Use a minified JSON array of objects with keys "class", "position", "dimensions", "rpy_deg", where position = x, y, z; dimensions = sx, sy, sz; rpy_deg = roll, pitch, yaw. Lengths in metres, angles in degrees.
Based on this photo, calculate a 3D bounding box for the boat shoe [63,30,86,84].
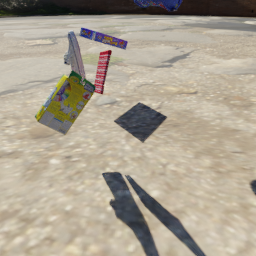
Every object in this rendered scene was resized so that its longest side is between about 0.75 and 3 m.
[{"class":"boat shoe","position":[-1.590,-1.963,8.006],"dimensions":[0.537,1.539,0.546],"rpy_deg":[-11,27,-3]}]

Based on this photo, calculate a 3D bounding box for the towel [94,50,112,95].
[{"class":"towel","position":[-0.701,-1.536,7.673],"dimensions":[0.134,1.194,0.864],"rpy_deg":[9,8,-23]}]

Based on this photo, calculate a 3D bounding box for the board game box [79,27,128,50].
[{"class":"board game box","position":[-1.021,-3.756,11.766],"dimensions":[1.702,0.381,1.144],"rpy_deg":[5,20,-37]}]

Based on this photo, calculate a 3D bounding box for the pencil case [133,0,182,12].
[{"class":"pencil case","position":[0.981,-4.372,9.242],"dimensions":[0.940,0.844,2.164],"rpy_deg":[11,19,-31]}]

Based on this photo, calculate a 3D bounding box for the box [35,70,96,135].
[{"class":"box","position":[-1.106,-0.469,5.035],"dimensions":[0.634,1.081,0.261],"rpy_deg":[33,7,-41]}]
